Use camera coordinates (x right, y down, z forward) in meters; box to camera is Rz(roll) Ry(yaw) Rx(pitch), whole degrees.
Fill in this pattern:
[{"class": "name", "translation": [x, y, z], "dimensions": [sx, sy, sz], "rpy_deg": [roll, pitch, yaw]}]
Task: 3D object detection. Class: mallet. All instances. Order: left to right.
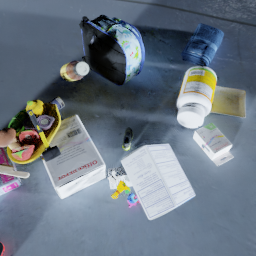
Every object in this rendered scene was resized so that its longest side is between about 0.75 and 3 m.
[{"class": "mallet", "translation": [-2.705, 0.181, 9.051], "dimensions": [0.581, 0.363, 1.766], "rpy_deg": [-19, 86, -18]}]

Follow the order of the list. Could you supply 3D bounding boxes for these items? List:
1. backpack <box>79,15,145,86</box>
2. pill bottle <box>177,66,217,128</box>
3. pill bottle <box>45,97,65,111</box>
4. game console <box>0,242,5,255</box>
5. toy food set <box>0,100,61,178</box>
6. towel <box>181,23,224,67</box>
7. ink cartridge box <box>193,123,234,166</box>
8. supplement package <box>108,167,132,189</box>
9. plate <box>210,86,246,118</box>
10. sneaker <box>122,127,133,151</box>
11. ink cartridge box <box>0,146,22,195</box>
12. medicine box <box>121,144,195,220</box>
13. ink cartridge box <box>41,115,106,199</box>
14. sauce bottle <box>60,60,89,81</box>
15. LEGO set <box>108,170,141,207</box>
[{"class": "backpack", "translation": [-0.490, -3.307, 11.898], "dimensions": [1.958, 2.438, 2.665], "rpy_deg": [-35, 60, -29]}, {"class": "pill bottle", "translation": [2.687, -1.211, 11.110], "dimensions": [1.319, 1.319, 2.375], "rpy_deg": [15, 57, 10]}, {"class": "pill bottle", "translation": [-3.055, -0.838, 11.357], "dimensions": [0.500, 0.500, 0.901], "rpy_deg": [37, 63, 23]}, {"class": "game console", "translation": [-4.463, 3.875, 8.224], "dimensions": [1.382, 0.214, 1.222], "rpy_deg": [10, 55, 7]}, {"class": "toy food set", "translation": [-3.438, 0.154, 9.222], "dimensions": [1.714, 0.951, 2.913], "rpy_deg": [12, 65, 28]}, {"class": "towel", "translation": [3.642, -4.036, 13.530], "dimensions": [1.423, 0.618, 2.548], "rpy_deg": [23, 58, 15]}, {"class": "ink cartridge box", "translation": [3.203, 0.592, 10.353], "dimensions": [0.853, 0.490, 1.456], "rpy_deg": [-25, 59, -17]}, {"class": "supplement package", "translation": [-0.180, 1.659, 9.494], "dimensions": [0.935, 0.512, 0.532], "rpy_deg": [-7, 27, -4]}, {"class": "plate", "translation": [4.106, -1.076, 11.680], "dimensions": [1.520, 0.246, 1.517], "rpy_deg": [11, 57, 7]}, {"class": "sneaker", "translation": [0.000, 0.361, 10.578], "dimensions": [0.359, 0.393, 0.972], "rpy_deg": [5, 55, 3]}, {"class": "ink cartridge box", "translation": [-5.200, 1.817, 9.487], "dimensions": [2.730, 0.573, 1.629], "rpy_deg": [-26, 58, -15]}, {"class": "medicine box", "translation": [0.810, 1.296, 7.198], "dimensions": [0.839, 1.484, 1.629], "rpy_deg": [-34, 72, 25]}, {"class": "ink cartridge box", "translation": [-2.044, 0.957, 9.772], "dimensions": [1.748, 1.013, 2.414], "rpy_deg": [-24, 58, -16]}, {"class": "sauce bottle", "translation": [-1.890, -2.030, 10.000], "dimensions": [0.717, 0.717, 2.173], "rpy_deg": [-28, 19, -18]}, {"class": "LEGO set", "translation": [-0.202, 2.085, 8.926], "dimensions": [0.574, 0.534, 1.399], "rpy_deg": [-41, 96, -3]}]
